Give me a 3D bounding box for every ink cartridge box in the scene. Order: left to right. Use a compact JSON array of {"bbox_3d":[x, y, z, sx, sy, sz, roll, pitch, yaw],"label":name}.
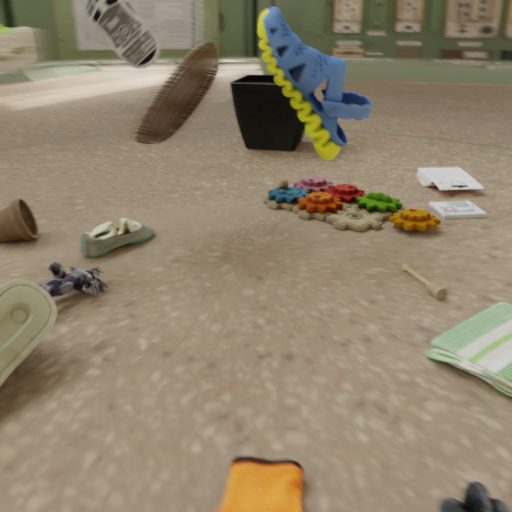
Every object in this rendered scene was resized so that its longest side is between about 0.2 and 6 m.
[{"bbox_3d":[4.510,-1.694,13.085,1.088,0.336,1.341,-2,32,-7],"label":"ink cartridge box"}]

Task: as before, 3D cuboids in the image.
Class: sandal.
[{"bbox_3d":[0.999,-2.948,9.290,1.171,2.690,1.069,-26,31,24],"label":"sandal"}]

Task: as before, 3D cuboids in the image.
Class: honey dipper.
[{"bbox_3d":[2.528,0.355,8.569,0.207,0.207,1.089,-7,24,-15],"label":"honey dipper"}]

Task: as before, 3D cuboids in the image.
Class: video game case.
[{"bbox_3d":[4.151,-0.956,11.585,0.899,0.107,0.819,-3,24,-5],"label":"video game case"}]

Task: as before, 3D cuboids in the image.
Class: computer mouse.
[{"bbox_3d":[-1.964,-3.241,7.512,0.896,1.635,0.359,-36,26,11],"label":"computer mouse"}]

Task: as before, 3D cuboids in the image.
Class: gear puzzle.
[{"bbox_3d":[1.949,-1.094,11.421,3.682,0.482,1.907,21,32,39],"label":"gear puzzle"}]

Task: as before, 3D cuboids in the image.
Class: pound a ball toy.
[{"bbox_3d":[-4.209,-3.034,8.792,1.179,0.768,1.808,18,39,16],"label":"pound a ball toy"}]

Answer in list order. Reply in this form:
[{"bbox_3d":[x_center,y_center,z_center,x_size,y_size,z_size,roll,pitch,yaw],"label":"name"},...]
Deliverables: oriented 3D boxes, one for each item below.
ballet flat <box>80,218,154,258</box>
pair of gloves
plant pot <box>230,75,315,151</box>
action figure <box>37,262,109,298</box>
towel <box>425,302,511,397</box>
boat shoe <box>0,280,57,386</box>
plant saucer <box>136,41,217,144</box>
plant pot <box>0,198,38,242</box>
[{"bbox_3d":[-2.417,-0.404,9.885,0.521,0.492,1.546,19,30,35],"label":"ballet flat"},{"bbox_3d":[0.797,2.395,3.855,2.734,0.338,2.436,5,24,9],"label":"pair of gloves"},{"bbox_3d":[0.549,-4.273,16.717,2.213,1.968,2.218,6,25,11],"label":"plant pot"},{"bbox_3d":[-2.773,0.417,8.082,0.948,0.505,1.457,9,22,32],"label":"action figure"},{"bbox_3d":[3.443,1.294,6.402,1.825,0.280,2.393,-18,29,-35],"label":"towel"},{"bbox_3d":[-3.296,1.329,5.840,0.947,1.005,2.799,-30,12,37],"label":"boat shoe"},{"bbox_3d":[-1.269,-2.661,9.492,0.333,2.073,2.073,39,27,-4],"label":"plant saucer"},{"bbox_3d":[-4.422,-0.573,10.085,0.691,0.792,0.792,-20,26,-3],"label":"plant pot"}]
